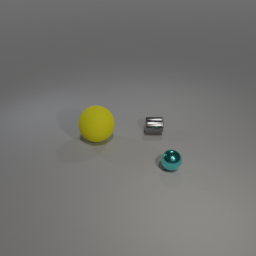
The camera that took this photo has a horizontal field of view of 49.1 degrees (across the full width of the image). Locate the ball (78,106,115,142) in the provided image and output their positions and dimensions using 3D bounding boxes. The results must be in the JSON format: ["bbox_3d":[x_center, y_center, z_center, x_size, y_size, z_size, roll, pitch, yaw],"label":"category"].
[{"bbox_3d":[-1.221,-0.162,10.815,1.400,1.400,1.400,0,30,0],"label":"ball"}]

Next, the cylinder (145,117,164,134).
[{"bbox_3d":[1.069,-0.100,11.499,0.700,0.700,0.700,0,30,-1],"label":"cylinder"}]

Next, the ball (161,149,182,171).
[{"bbox_3d":[1.454,1.069,9.367,0.700,0.700,0.700,0,30,0],"label":"ball"}]
